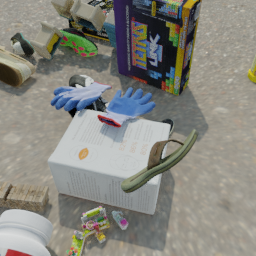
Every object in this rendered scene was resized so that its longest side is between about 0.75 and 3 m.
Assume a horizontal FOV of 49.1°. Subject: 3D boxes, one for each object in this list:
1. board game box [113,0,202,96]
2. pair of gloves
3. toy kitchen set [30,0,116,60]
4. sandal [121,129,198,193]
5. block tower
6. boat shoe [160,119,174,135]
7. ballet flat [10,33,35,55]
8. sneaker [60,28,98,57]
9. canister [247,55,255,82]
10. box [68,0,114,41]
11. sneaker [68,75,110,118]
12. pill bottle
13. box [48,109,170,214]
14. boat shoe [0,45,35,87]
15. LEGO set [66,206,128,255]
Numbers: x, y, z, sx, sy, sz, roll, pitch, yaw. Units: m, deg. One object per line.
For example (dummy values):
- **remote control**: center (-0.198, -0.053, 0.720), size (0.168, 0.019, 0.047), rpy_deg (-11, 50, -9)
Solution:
- **board game box**: center (0.785, -2.653, 8.528), size (2.404, 2.908, 0.825), rpy_deg (23, 53, 23)
- **pair of gloves**: center (-0.634, -0.725, 6.964), size (2.467, 0.281, 1.984), rpy_deg (18, 31, 21)
- **toy kitchen set**: center (-1.613, -3.155, 10.290), size (2.872, 1.692, 2.301), rpy_deg (25, 85, 12)
- **sandal**: center (0.382, 0.399, 3.699), size (1.274, 0.506, 0.364), rpy_deg (-35, 86, 7)
- **block tower**: center (-2.541, 1.494, 6.207), size (1.560, 0.451, 0.421), rpy_deg (4, 46, 7)
- **boat shoe**: center (0.807, 0.077, 7.614), size (1.312, 0.408, 0.489), rpy_deg (-34, 53, -30)
- **ballet flat**: center (-4.082, -3.127, 10.694), size (0.611, 0.607, 1.786), rpy_deg (-30, 42, -15)
- **sneaker**: center (-1.905, -3.439, 10.781), size (2.152, 0.826, 0.902), rpy_deg (33, 58, 26)
- **canister**: center (4.677, -2.272, 9.177), size (1.084, 1.460, 0.632), rpy_deg (-6, 46, -5)
- **box**: center (-0.831, -4.944, 12.333), size (2.369, 0.732, 2.966), rpy_deg (21, 49, 17)
- **sneaker**: center (-1.290, -0.780, 8.000), size (1.137, 0.835, 2.513), rpy_deg (-10, 45, -36)
- **pill bottle**: center (-2.017, 2.602, 4.494), size (1.304, 1.304, 2.323), rpy_deg (4, 46, 4)
- **box**: center (-0.329, 0.701, 6.418), size (2.283, 1.214, 1.739), rpy_deg (11, 46, 10)
- **boat shoe**: center (-4.522, -2.350, 9.618), size (2.876, 1.037, 0.934), rpy_deg (25, 45, 15)
- **LEGO set**: center (-0.790, 2.112, 5.459), size (0.763, 0.617, 1.658), rpy_deg (34, 54, 29)
